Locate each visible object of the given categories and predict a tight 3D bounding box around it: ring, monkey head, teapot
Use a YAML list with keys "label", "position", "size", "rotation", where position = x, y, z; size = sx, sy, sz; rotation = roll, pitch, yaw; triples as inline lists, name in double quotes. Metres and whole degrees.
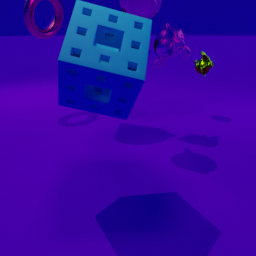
- label: "ring"
  position: [-2.836, -3.849, 9.538]
  size: [0.323, 1.613, 1.613]
  rotation: [26, 30, 27]
- label: "monkey head"
  position: [2.503, -2.183, 9.476]
  size: [0.611, 0.729, 1.014]
  rotation: [-36, 37, 19]
- label: "monkey head"
  position: [1.221, -2.262, 7.866]
  size: [0.852, 1.415, 1.018]
  rotation: [8, -14, 46]
- label: "teapot"
  position: [0.291, -3.120, 6.578]
  size: [0.978, 1.572, 0.770]
  rotation: [-4, 59, 9]

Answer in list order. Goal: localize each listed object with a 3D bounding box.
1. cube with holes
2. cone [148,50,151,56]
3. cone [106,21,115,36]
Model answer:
- label: "cube with holes"
  position: [-0.394, -1.027, 4.511]
  size: [1.186, 1.186, 1.186]
  rotation: [12, 63, -8]
- label: "cone"
  position: [0.312, -1.936, 8.181]
  size: [0.949, 0.946, 0.946]
  rotation: [-42, 17, 16]
- label: "cone"
  position: [-0.868, -2.931, 8.625]
  size: [1.660, 1.660, 1.666]
  rotation: [-12, 41, -30]
